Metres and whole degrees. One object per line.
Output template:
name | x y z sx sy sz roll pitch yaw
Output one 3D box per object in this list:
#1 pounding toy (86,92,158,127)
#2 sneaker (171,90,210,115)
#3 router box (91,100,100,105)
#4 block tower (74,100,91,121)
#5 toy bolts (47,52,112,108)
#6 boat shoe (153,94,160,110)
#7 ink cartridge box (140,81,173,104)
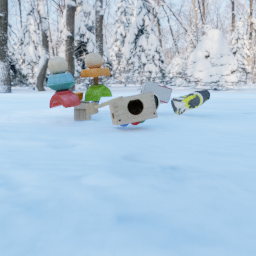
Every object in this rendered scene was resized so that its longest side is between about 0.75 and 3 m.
pounding toy | -0.176 -0.399 7.408 1.765 0.807 1.550 -12 3 -10
sneaker | 2.451 -1.002 11.001 0.857 0.754 2.025 -20 5 -23
router box | -1.393 -1.062 11.909 0.214 0.624 0.836 25 36 -2
block tower | -1.731 -0.695 10.509 0.615 0.658 2.277 -1 7 -10
toy bolts | -1.842 -1.554 9.002 2.087 1.515 2.185 0 15 31
boat shoe | 0.406 -0.896 11.074 0.715 0.835 2.282 0 0 -31
ink cartridge box | 1.134 -1.463 11.886 1.128 0.641 1.548 15 2 -3
